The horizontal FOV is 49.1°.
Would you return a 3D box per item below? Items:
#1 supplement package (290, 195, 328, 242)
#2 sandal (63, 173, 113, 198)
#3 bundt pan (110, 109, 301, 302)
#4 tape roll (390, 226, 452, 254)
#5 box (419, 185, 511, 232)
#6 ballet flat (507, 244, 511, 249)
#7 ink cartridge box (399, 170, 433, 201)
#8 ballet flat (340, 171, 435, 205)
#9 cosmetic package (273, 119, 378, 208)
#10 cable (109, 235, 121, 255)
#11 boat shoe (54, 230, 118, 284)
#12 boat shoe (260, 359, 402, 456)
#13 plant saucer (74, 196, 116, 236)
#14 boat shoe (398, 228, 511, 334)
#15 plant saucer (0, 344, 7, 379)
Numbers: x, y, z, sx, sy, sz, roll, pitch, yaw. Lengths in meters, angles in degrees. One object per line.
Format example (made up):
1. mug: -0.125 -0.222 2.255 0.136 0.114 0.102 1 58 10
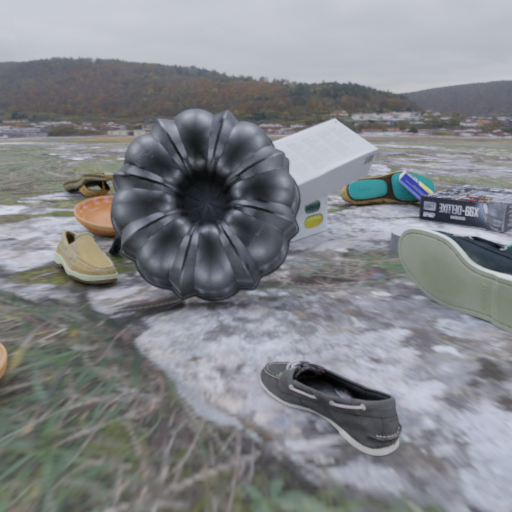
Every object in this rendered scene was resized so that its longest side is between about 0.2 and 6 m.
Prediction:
1. supplement package: 0.657 -0.994 11.610 1.083 1.091 1.438 12 19 37
2. sandal: -4.759 -2.011 16.365 2.575 0.695 1.034 -6 4 44
3. bundt pan: -0.668 -0.709 7.324 2.676 2.676 1.004 -1 -4 -3
4. tape roll: 3.043 -0.264 10.347 1.101 0.364 1.101 -1 15 0
5. box: 5.326 -1.178 13.184 1.964 0.620 2.490 14 20 41
6. ballet flat: 4.713 0.154 8.061 2.436 0.828 0.833 -3 28 -7
7. ink cartridge box: 4.206 -1.658 14.307 1.268 0.302 1.284 42 19 2
8. ballet flat: 3.520 -1.813 15.218 2.621 0.900 0.826 -1 -5 -11
9. cosmetic package: 0.855 -1.631 10.491 2.932 0.742 1.210 -27 59 -34
10. cable: -2.152 -0.513 10.027 1.285 0.326 1.049 -34 12 22
11. boat shoe: -2.724 -0.041 8.816 0.638 0.678 1.782 -1 13 -43
12. boat shoe: 0.617 1.161 4.936 0.538 0.459 1.610 -11 19 -36
13. plant saucer: -2.952 -0.831 11.868 1.728 0.323 1.728 6 26 -3
14. boat shoe: 2.990 0.227 7.295 0.861 0.970 2.596 -14 23 -26
15. plant saucer: -3.234 1.181 5.123 1.783 0.334 1.783 1 15 0
